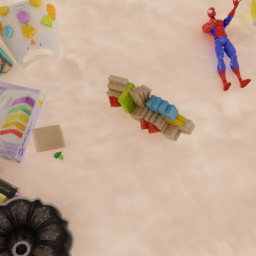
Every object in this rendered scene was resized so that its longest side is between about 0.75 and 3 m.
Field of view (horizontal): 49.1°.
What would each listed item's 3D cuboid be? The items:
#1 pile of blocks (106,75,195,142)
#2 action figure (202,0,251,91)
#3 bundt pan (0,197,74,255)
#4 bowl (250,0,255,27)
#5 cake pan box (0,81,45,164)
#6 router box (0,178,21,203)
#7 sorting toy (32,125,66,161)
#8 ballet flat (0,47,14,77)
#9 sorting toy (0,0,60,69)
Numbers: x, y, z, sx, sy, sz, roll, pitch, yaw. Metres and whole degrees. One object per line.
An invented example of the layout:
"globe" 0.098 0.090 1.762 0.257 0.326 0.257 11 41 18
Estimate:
"pile of blocks" 0.418 -0.393 6.750 2.424 0.995 0.753 29 73 10
"action figure" 2.605 -2.393 7.384 0.822 1.247 2.519 -10 68 -4
"bundt pan" -2.154 2.328 5.650 2.023 0.759 2.023 1 87 -21
"bowl" 3.881 -3.064 7.769 1.317 1.317 0.709 37 117 12
"cake pan box" -3.321 -0.264 6.963 2.011 0.526 1.852 14 69 5
"router box" -3.780 1.567 6.009 2.209 0.577 1.737 30 73 -5
"sorting toy" -1.869 0.385 6.736 0.712 0.142 0.963 -8 62 -26
"ballet flat" -4.124 -2.439 7.567 1.027 0.925 2.728 -33 77 0
"sorting toy" -2.645 -2.526 7.705 1.796 0.960 1.617 -20 91 -7
